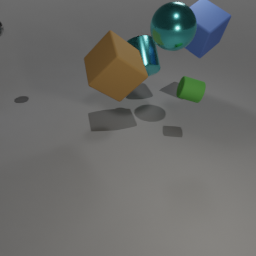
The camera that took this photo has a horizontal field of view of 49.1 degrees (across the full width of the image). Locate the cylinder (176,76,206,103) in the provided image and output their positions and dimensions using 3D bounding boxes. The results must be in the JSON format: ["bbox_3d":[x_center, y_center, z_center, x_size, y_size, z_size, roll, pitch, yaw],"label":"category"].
[{"bbox_3d":[1.992,-1.221,8.895,0.700,0.700,0.700,15,32,-7],"label":"cylinder"}]

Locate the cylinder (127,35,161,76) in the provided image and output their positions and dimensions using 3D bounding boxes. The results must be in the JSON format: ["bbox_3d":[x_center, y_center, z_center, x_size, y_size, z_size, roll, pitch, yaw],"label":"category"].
[{"bbox_3d":[0.629,-3.119,12.364,1.400,1.400,1.400,-9,-10,-2],"label":"cylinder"}]

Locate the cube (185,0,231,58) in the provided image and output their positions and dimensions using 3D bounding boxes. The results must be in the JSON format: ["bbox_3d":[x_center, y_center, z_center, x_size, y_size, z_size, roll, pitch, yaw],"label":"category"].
[{"bbox_3d":[2.917,-3.952,11.125,1.400,1.400,1.400,42,67,17],"label":"cube"}]

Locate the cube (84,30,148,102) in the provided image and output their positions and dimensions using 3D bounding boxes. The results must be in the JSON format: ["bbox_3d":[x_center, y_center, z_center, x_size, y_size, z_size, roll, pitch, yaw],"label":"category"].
[{"bbox_3d":[-0.426,-2.001,9.232,1.400,1.400,1.400,24,39,-40],"label":"cube"}]

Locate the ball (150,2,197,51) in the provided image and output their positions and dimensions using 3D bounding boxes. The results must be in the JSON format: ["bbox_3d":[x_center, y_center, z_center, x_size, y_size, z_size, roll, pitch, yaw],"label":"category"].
[{"bbox_3d":[1.369,-3.051,8.465,1.400,1.400,1.400,0,32,0],"label":"ball"}]

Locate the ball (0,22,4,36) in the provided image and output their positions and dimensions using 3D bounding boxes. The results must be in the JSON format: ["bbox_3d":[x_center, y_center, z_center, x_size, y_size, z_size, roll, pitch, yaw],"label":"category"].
[{"bbox_3d":[-4.778,-3.541,9.901,0.700,0.700,0.700,0,32,0],"label":"ball"}]
